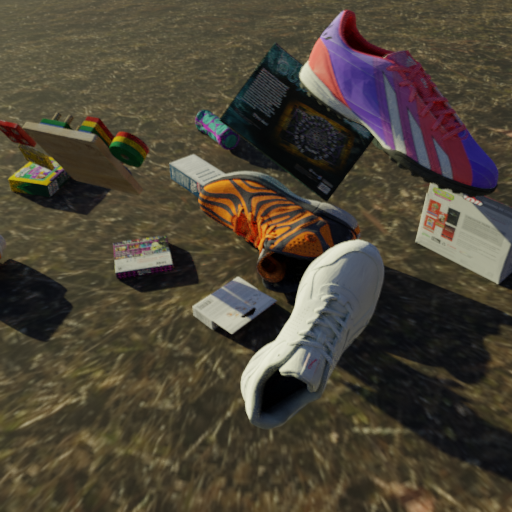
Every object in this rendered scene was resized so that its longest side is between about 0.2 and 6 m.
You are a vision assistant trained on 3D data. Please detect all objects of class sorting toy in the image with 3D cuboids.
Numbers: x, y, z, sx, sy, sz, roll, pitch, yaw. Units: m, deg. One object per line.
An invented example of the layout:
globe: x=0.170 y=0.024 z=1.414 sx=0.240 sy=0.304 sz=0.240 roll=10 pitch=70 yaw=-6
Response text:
sorting toy: x=-3.150 y=-1.957 z=10.345 sx=3.500 sy=1.687 sz=0.592 roll=15 pitch=69 yaw=25

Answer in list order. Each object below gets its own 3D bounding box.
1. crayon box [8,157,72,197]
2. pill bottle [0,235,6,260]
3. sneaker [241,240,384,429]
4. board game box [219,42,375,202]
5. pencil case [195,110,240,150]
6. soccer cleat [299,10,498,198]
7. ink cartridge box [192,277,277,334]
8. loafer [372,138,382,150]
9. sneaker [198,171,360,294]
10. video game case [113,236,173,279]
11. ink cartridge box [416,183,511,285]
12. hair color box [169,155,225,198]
crayon box: x=-5.025 y=-1.891 z=13.236 sx=1.045 sy=0.353 sz=1.211 roll=9 pitch=39 yaw=14
pill bottle: x=-5.255 y=0.040 z=10.533 sx=0.640 sy=0.640 sz=1.172 roll=11 pitch=39 yaw=13
sneaker: x=0.667 y=0.933 z=6.008 sx=0.926 sy=2.376 sz=1.181 roll=30 pitch=9 yaw=-3
board game box: x=0.825 y=-2.437 z=10.371 sx=2.531 sy=1.712 sz=0.356 roll=36 pitch=5 yaw=-11
pencil case: x=-1.061 y=-3.352 z=14.890 sx=0.671 sy=0.618 sz=1.452 roll=-13 pitch=38 yaw=-34
soccer cleat: x=2.161 y=-2.166 z=8.054 sx=3.412 sy=1.249 sz=1.164 roll=42 pitch=38 yaw=17
ink cartridge box: x=-0.365 y=0.912 z=9.734 sx=0.991 sy=0.252 sz=1.125 roll=30 pitch=48 yaw=34
loafer: x=3.267 y=-3.346 z=14.881 sx=0.601 sy=0.687 sz=1.912 roll=-15 pitch=38 yaw=-27
sneaker: x=0.135 y=-0.480 z=10.639 sx=3.447 sy=1.337 sz=1.931 roll=17 pitch=40 yaw=20
video game case: x=-2.214 y=0.014 z=10.928 sx=1.087 sy=0.195 sz=0.986 roll=-9 pitch=39 yaw=-12
ink cartridge box: x=4.137 y=-0.645 z=10.613 sx=0.773 sy=1.618 sz=1.843 roll=-30 pitch=48 yaw=-33
hair color box: x=-1.289 y=-1.797 z=13.031 sx=0.749 sy=0.453 sz=1.497 roll=-28 pitch=46 yaw=-31
